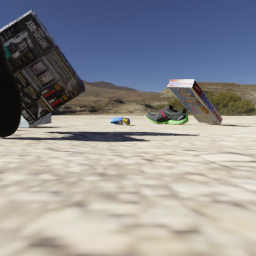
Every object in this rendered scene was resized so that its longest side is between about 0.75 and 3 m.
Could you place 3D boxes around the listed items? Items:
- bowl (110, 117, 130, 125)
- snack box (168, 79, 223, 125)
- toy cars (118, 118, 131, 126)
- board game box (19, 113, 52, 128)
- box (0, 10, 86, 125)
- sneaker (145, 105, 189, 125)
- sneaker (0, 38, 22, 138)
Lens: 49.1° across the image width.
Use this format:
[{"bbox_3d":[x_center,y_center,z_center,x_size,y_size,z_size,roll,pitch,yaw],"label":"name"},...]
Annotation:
[{"bbox_3d":[-0.299,-0.277,10.951,0.800,0.157,0.800,0,-10,0],"label":"bowl"},{"bbox_3d":[2.671,-0.938,10.862,1.038,0.351,2.888,10,-20,43],"label":"snack box"},{"bbox_3d":[-0.173,-0.198,10.587,0.406,0.201,0.907,31,-11,-21],"label":"toy cars"},{"bbox_3d":[-3.536,-0.312,9.417,1.529,0.492,1.128,1,7,24],"label":"board game box"},{"bbox_3d":[-2.211,-1.308,6.392,1.631,2.069,0.515,-31,31,5],"label":"box"},{"bbox_3d":[1.596,-0.552,11.517,1.868,0.783,0.717,2,8,28],"label":"sneaker"},{"bbox_3d":[-2.638,-0.959,5.383,0.892,2.133,1.288,-13,21,-22],"label":"sneaker"}]
